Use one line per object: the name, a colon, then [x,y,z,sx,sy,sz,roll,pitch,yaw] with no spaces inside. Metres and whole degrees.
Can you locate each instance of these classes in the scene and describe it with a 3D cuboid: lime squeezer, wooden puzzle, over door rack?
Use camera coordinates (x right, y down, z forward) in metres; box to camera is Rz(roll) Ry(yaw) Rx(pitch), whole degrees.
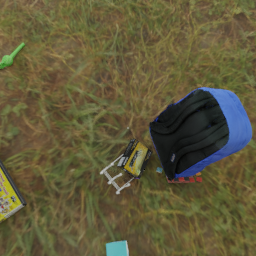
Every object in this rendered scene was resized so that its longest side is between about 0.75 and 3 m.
lime squeezer: [-4.845,-2.537,10.481,2.233,0.421,0.789,-29,72,-10]
wooden puzzle: [1.603,1.376,8.830,1.433,0.101,0.850,1,38,-8]
over door rack: [-0.147,1.359,8.877,1.231,0.410,0.910,-40,95,-18]

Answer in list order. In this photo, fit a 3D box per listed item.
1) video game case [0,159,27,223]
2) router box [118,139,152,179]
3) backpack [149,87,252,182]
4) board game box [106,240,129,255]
video game case: [-4.717,2.055,8.740,2.184,0.308,2.416,-35,72,-12]
router box: [0.235,0.982,8.914,0.802,0.266,1.020,37,64,-21]
backpack: [2.134,0.021,7.960,2.111,2.516,2.044,-8,65,-37]
board game box: [-0.143,4.132,7.162,0.539,1.733,2.296,-7,69,-3]
